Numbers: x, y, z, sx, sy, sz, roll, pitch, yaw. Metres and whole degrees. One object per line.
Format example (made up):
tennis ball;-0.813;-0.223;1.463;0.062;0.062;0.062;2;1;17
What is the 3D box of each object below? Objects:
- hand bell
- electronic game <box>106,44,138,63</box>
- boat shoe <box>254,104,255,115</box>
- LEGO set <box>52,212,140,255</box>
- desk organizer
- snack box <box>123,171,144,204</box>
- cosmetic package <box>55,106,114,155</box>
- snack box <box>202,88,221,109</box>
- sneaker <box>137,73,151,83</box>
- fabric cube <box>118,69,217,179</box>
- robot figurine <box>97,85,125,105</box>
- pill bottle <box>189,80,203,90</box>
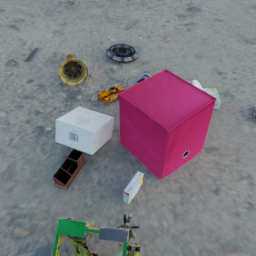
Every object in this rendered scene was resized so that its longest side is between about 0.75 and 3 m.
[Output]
hand bell;-2.524;-2.903;12.540;1.254;1.254;2.409;-10;34;-9
electronic game;-0.277;-3.627;13.576;1.562;0.325;1.562;4;45;-4
boat shoe;4.960;-0.571;10.602;0.324;0.381;1.047;-23;36;42
LEGO set;-0.812;2.925;6.678;2.242;1.299;1.724;-2;74;3
desk organizer;-1.785;1.247;8.593;0.432;0.464;1.206;16;47;16
snack box;0.156;1.711;8.048;0.214;0.575;0.808;25;49;21
cosmetic package;-1.408;0.041;9.256;1.397;0.861;1.401;18;29;17
snack box;2.906;-1.184;11.111;1.321;0.350;0.940;2;45;2
sneaker;1.021;-1.822;11.740;1.361;0.506;0.596;28;61;38
fabric cube;1.147;-0.168;8.838;2.109;2.143;2.150;-30;52;-28
robot figurine;-0.612;-1.385;11.327;1.153;0.336;0.836;-32;55;-28
pill bottle;1.968;-1.110;10.273;1.462;0.827;0.827;-22;34;33
